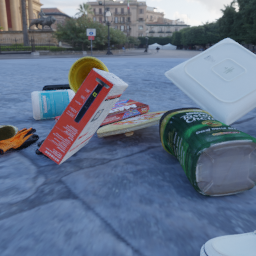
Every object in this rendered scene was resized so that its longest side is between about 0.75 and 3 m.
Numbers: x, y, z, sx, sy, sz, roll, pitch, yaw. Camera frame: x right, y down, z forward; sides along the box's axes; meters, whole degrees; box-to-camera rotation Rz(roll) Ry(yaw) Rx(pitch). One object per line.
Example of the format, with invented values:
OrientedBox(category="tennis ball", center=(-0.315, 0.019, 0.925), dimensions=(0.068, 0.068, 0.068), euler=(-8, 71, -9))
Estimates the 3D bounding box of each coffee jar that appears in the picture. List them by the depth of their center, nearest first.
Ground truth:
OrientedBox(category="coffee jar", center=(1.523, 0.317, 5.852), dimensions=(1.337, 1.094, 2.565), euler=(-6, 18, -8))

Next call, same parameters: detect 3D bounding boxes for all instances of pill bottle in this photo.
OrientedBox(category="pill bottle", center=(-2.442, -0.842, 9.847), dimensions=(1.761, 0.975, 0.975), euler=(-6, 18, -18))

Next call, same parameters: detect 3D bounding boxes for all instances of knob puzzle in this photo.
OrientedBox(category="knob puzzle", center=(0.170, -0.035, 7.987), dimensions=(2.571, 0.356, 2.571), euler=(-14, 8, 2))

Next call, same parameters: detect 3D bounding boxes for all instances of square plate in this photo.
OrientedBox(category="square plate", center=(2.611, -1.415, 7.416), dimensions=(2.420, 0.344, 2.397), euler=(-30, 56, -13))

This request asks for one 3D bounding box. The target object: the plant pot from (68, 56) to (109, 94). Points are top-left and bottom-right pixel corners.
OrientedBox(category="plant pot", center=(-1.703, -2.316, 13.525), dimensions=(1.896, 1.896, 1.784), euler=(3, 2, 8))

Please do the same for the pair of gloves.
OrientedBox(category="pair of gloves", center=(-2.293, 0.366, 7.192), dimensions=(2.057, 0.254, 1.833), euler=(5, 18, 8))

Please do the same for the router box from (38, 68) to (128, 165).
OrientedBox(category="router box", center=(-0.847, -0.329, 6.163), dimensions=(0.516, 1.898, 2.114), euler=(37, 10, 0))

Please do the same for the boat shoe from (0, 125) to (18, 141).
OrientedBox(category="boat shoe", center=(-3.209, 0.174, 6.726), dimensions=(1.160, 0.429, 0.385), euler=(-7, 6, 2))

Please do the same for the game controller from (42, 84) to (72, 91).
OrientedBox(category="game controller", center=(-3.442, -2.099, 15.073), dimensions=(2.263, 0.477, 1.180), euler=(-5, 3, -18))

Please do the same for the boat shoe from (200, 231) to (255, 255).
OrientedBox(category="boat shoe", center=(1.812, 1.360, 3.291), dimensions=(1.890, 0.631, 0.695), euler=(0, 17, -1))

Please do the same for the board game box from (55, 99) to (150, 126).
OrientedBox(category="board game box", center=(-0.840, -0.439, 9.140), dimensions=(2.780, 0.270, 1.431), euler=(-17, 22, -24))
